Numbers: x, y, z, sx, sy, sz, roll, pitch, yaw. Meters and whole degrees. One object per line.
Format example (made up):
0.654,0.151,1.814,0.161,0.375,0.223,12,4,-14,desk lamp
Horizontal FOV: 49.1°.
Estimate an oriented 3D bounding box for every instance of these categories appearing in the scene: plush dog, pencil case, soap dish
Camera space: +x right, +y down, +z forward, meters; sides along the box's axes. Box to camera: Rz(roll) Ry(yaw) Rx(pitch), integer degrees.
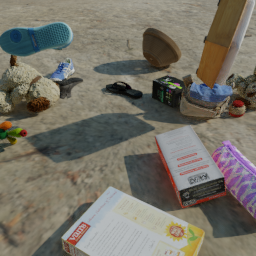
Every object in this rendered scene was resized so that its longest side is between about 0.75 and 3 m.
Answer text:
-4.001,-1.735,11.848,2.358,2.202,2.745,27,35,-2,plush dog
5.513,-1.611,12.212,2.034,1.632,1.747,-19,42,23,plush dog
3.200,1.441,7.446,1.036,1.055,2.468,-14,34,-17,pencil case
3.136,-2.815,9.339,1.086,2.673,2.103,20,75,12,soap dish

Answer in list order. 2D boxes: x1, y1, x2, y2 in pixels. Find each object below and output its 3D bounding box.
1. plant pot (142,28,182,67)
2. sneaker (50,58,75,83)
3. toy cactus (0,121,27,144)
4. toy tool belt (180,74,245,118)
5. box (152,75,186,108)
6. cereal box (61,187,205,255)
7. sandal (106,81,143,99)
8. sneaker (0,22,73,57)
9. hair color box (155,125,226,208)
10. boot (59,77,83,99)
1.655,-4.305,15.770,2.539,2.539,1.172,33,82,40,plant pot
-3.469,-2.969,14.549,0.807,0.821,2.132,8,35,9,sneaker
-4.774,0.360,9.340,2.494,1.275,2.058,-22,20,-26,toy cactus
3.439,-1.310,11.187,2.657,1.633,1.659,4,33,6,toy tool belt
1.909,-1.638,12.410,1.055,0.883,1.420,-24,39,-32,box
0.127,2.507,6.255,2.632,0.520,1.894,19,37,27,cereal box
-0.172,-1.896,13.188,1.964,0.470,0.738,19,37,27,sandal
-2.739,-2.736,8.800,2.200,0.875,1.436,-6,15,1,sneaker
1.710,1.005,8.166,1.263,0.762,2.488,-17,33,1,hair color box
-2.054,-1.427,10.024,0.979,0.645,0.342,-19,38,-34,boot
